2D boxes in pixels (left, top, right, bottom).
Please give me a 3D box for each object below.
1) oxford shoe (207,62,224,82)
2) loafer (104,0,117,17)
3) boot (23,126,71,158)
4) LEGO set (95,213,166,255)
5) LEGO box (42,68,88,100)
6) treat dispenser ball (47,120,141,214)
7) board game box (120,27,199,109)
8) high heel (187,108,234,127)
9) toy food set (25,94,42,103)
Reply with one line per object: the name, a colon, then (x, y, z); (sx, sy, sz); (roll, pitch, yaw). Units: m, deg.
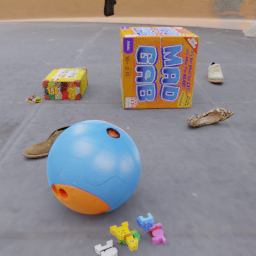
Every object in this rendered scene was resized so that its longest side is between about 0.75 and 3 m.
oxford shoe: (4.467, -2.872, 14.436); (0.734, 0.765, 2.073); (0, 27, 1)
loafer: (-0.609, -4.531, 9.930); (0.400, 1.122, 0.410); (-6, 32, -29)
boot: (-2.243, 0.373, 8.149); (1.677, 0.633, 0.617); (-20, 35, -32)
LEGO set: (0.128, 1.999, 5.030); (1.365, 0.521, 0.560); (-13, 29, -21)
LEGO box: (-2.775, -2.039, 12.702); (1.594, 0.826, 2.140); (1, 27, 1)
treat dispenser ball: (-0.697, 0.801, 5.844); (1.931, 1.931, 1.931); (0, 27, 0)
board game box: (1.081, -2.595, 11.644); (2.755, 2.756, 2.754); (-2, 27, -3)
high heel: (2.782, -0.290, 9.487); (1.468, 0.524, 1.046); (-6, 16, 26)
toy food set: (-3.981, -1.268, 11.820); (0.765, 0.250, 0.450); (14, 30, 26)
